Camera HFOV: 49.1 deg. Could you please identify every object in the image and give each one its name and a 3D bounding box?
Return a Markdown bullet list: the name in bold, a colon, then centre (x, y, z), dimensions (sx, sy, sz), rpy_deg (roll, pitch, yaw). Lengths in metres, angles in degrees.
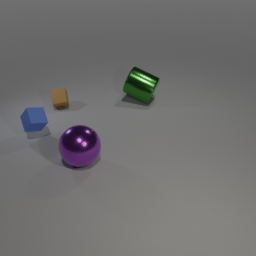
- **cube**: centre (-3.606, -0.327, 10.756), dimensions (0.700, 0.700, 0.700), rpy_deg (-5, 65, -44)
- **ball**: centre (-1.604, 0.595, 9.363), dimensions (1.400, 1.400, 1.400), rpy_deg (0, 29, 0)
- **cylinder**: centre (0.654, -2.109, 13.815), dimensions (1.400, 1.400, 1.400), rpy_deg (27, 34, 5)
- **cube**: centre (-3.242, -1.438, 13.330), dimensions (0.700, 0.700, 0.700), rpy_deg (-10, -7, -6)
